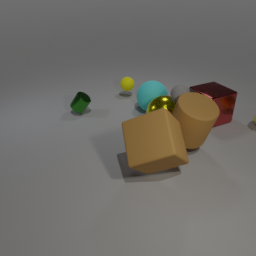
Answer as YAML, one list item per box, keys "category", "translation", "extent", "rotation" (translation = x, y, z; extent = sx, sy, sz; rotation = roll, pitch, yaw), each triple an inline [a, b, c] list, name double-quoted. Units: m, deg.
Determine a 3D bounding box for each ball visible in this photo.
- category: "ball"
  translation: [1.435, -0.607, 11.173]
  extent: [1.400, 1.400, 1.400]
  rotation: [0, 30, 0]
- category: "ball"
  translation: [1.087, -1.420, 12.595]
  extent: [1.400, 1.400, 1.400]
  rotation: [0, 30, 0]
- category: "ball"
  translation: [-0.034, -2.192, 13.962]
  extent: [0.700, 0.700, 0.700]
  rotation: [0, 30, 0]
- category: "ball"
  translation: [1.864, -1.208, 9.976]
  extent: [0.700, 0.700, 0.700]
  rotation: [0, 30, 0]

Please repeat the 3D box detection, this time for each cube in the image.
- category: "cube"
  translation: [3.490, -0.995, 11.837]
  extent: [1.400, 1.400, 1.400]
  rotation: [-15, 33, -24]
- category: "cube"
  translation: [0.816, 0.441, 8.284]
  extent: [1.400, 1.400, 1.400]
  rotation: [-19, 66, 21]

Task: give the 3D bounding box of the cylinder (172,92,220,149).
- category: "cylinder"
  translation: [2.167, -0.252, 9.499]
  extent: [1.400, 1.400, 1.400]
  rotation: [7, 44, -7]

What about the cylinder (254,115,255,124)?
- category: "cylinder"
  translation: [5.456, -0.420, 11.127]
  extent: [0.700, 0.700, 0.700]
  rotation: [-3, 74, 9]

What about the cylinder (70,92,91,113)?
- category: "cylinder"
  translation: [-2.092, -1.121, 12.353]
  extent: [0.700, 0.700, 0.700]
  rotation: [29, 31, -19]
